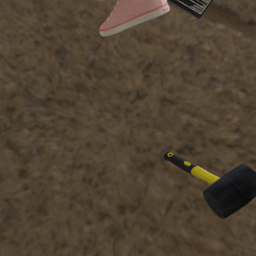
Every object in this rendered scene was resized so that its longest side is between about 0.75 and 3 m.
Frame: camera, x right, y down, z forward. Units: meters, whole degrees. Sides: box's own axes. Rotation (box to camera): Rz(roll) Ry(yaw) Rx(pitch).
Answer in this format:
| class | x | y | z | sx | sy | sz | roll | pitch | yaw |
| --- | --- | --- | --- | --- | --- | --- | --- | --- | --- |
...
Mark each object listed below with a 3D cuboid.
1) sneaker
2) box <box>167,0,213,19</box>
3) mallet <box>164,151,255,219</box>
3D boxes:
| class | x | y | z | sx | sy | sz | roll | pitch | yaw |
| --- | --- | --- | --- | --- | --- | --- | --- | --- | --- |
| sneaker | -0.023 | -2.341 | 5.339 | 0.584 | 1.551 | 0.811 | -51 | 123 | -44 |
| box | 1.355 | -3.497 | 6.062 | 1.506 | 1.494 | 0.928 | 19 | 41 | -25 |
| mallet | 1.205 | 0.889 | 5.185 | 0.846 | 2.570 | 0.529 | -34 | 107 | -17 |
